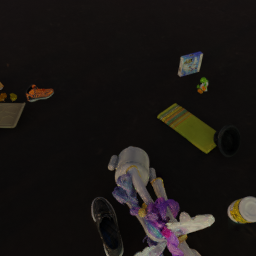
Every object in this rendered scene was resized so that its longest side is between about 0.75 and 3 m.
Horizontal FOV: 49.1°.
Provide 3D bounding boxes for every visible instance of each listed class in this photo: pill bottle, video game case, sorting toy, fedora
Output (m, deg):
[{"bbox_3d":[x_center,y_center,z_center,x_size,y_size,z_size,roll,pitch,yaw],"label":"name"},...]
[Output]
[{"bbox_3d":[2.404,1.716,5.802,0.482,0.844,0.482,0,68,0],"label":"pill bottle"},{"bbox_3d":[2.761,-2.821,12.396,1.029,0.933,0.234,-19,48,-18],"label":"video game case"},{"bbox_3d":[-4.688,-0.666,10.761,1.435,0.258,1.927,-2,45,4],"label":"sorting toy"},{"bbox_3d":[3.208,0.397,9.263,1.124,1.124,0.513,-26,21,-24],"label":"fedora"}]

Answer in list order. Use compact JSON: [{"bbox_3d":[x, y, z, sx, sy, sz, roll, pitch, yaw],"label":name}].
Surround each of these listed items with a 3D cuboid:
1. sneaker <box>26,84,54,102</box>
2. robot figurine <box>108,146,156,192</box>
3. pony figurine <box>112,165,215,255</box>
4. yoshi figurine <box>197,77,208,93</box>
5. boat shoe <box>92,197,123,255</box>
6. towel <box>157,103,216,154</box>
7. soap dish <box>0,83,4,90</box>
[{"bbox_3d":[-3.553,-1.482,11.280,1.103,0.618,0.428,-24,50,-22],"label":"sneaker"},{"bbox_3d":[0.132,1.205,8.172,1.438,0.957,1.696,15,27,-4],"label":"robot figurine"},{"bbox_3d":[0.768,2.262,6.304,2.431,2.818,2.920,-42,52,10],"label":"pony figurine"},{"bbox_3d":[3.147,-1.847,11.793,0.453,0.452,0.807,12,43,21],"label":"yoshi figurine"},{"bbox_3d":[-0.568,2.492,7.323,0.621,0.589,1.777,-11,46,-11],"label":"boat shoe"},{"bbox_3d":[2.222,-0.021,10.149,1.018,0.214,2.365,-34,55,-23],"label":"towel"},{"bbox_3d":[-5.919,-1.778,11.698,1.102,0.448,0.867,-34,54,-28],"label":"soap dish"}]
